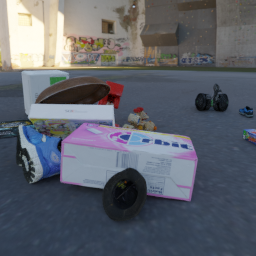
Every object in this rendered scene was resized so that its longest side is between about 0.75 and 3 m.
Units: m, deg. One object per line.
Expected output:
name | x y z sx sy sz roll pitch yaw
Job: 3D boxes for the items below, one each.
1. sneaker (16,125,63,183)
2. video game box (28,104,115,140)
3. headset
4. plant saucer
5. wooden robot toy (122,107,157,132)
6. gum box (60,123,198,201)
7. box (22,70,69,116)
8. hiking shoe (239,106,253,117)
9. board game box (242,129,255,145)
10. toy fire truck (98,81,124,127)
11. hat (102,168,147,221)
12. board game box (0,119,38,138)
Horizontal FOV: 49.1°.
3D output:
sneaker | -2.285 0.630 7.397 1.136 1.001 2.548 -1 21 -32
video game box | -1.476 -0.017 8.138 2.207 0.517 2.011 1 -22 -1
headset | 4.365 -1.527 14.467 1.712 1.303 2.773 2 4 12
plant saucer | -1.696 -0.960 8.351 2.368 0.408 2.368 -21 -8 -3
wooden robot toy | 0.589 -0.179 10.416 0.976 0.948 2.151 17 20 19
gum box | 0.141 0.679 6.424 2.921 0.966 1.657 8 15 6
box | -3.871 -1.619 13.240 1.801 2.092 2.103 -8 17 -27
hiking shoe | 5.711 -0.836 13.459 0.413 0.481 1.109 -2 15 -7
board game box | 5.078 0.323 9.402 1.910 0.329 1.293 -2 15 -9
toy fire truck | -0.789 -0.669 10.636 0.722 2.088 2.961 15 -5 -11
hat | 0.012 1.324 5.336 1.084 0.437 1.084 -23 43 24
board game box | -4.096 -0.018 10.740 2.180 0.307 1.475 -7 16 -24
